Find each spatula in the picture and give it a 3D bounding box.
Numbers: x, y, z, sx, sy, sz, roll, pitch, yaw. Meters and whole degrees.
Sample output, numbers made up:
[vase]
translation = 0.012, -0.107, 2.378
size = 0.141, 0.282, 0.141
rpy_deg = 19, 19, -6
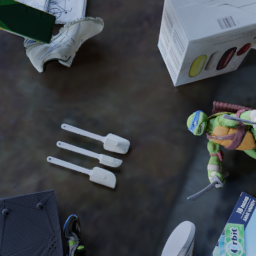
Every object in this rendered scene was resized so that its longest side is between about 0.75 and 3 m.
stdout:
[spatula]
translation = -1.037, 0.637, 7.356
size = 1.920, 0.154, 1.335
rpy_deg = 18, 77, 7

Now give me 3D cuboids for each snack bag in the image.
[snack bag]
translation = -2.533, -4.388, 9.077
size = 2.638, 0.282, 2.487
rpy_deg = 4, 70, 1

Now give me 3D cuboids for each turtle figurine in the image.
[turtle figurine]
translation = 2.785, 0.644, 6.327
size = 2.888, 2.978, 2.143
rpy_deg = 11, 104, 0

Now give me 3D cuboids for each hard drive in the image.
[hard drive]
translation = -2.274, 2.781, 6.352
size = 1.664, 0.522, 2.468
rpy_deg = -10, 70, -4

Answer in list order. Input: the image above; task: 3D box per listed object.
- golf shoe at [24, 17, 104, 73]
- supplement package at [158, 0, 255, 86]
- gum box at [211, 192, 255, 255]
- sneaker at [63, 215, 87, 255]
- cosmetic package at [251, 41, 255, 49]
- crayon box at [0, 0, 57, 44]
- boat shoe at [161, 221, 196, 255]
[golf shoe]
translation = -1.719, -2.381, 8.178
size = 2.408, 0.943, 1.171
rpy_deg = -22, 90, -3
[supplement package]
translation = 2.053, -2.462, 7.408
size = 2.016, 2.108, 1.550
rpy_deg = -16, 71, -5
[gum box]
translation = 3.194, 3.002, 5.793
size = 2.696, 0.600, 2.290
rpy_deg = 25, 71, 29
[sneaker]
translation = -1.155, 2.634, 6.354
size = 0.534, 0.457, 1.288
rpy_deg = -18, 70, 39
[cosmetic package]
translation = 4.534, -3.882, 7.796
size = 2.328, 2.342, 2.799
rpy_deg = 23, 72, 8
[crayon box]
translation = -2.340, -2.186, 5.534
size = 1.664, 1.929, 0.562
rpy_deg = 14, 102, -20
[boat shoe]
translation = 1.148, 3.040, 6.280
size = 0.641, 0.650, 1.835
rpy_deg = 36, 68, -16
